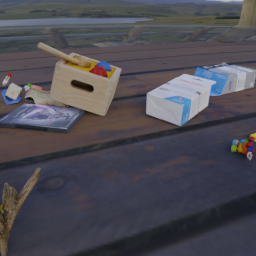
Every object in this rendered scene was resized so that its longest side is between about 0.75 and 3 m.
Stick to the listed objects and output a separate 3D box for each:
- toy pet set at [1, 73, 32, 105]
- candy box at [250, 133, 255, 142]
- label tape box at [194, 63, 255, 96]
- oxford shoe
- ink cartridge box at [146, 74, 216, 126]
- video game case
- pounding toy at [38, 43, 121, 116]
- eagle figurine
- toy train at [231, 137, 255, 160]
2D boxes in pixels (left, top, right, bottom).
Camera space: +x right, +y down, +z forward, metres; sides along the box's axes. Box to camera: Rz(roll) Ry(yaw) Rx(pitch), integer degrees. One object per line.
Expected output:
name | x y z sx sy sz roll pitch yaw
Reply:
toy pet set | -4.482 -1.420 11.339 1.398 0.743 1.306 28 19 -18
candy box | 4.187 0.445 7.759 0.713 0.184 1.395 -15 29 -25
label tape box | 4.135 -2.271 12.757 2.678 0.885 1.919 -12 28 -28
oxford shoe | -3.079 -1.011 10.594 1.879 0.665 0.694 21 65 26
ink cartridge box | 1.935 -1.077 9.915 1.430 0.823 2.469 23 37 34
video game case | -2.862 -0.370 9.466 2.449 0.232 1.750 4 25 11
pounding toy | -1.692 -1.912 10.038 2.602 1.850 2.395 18 25 -3
eagle figurine | -2.877 1.236 4.679 2.320 1.751 1.760 18 39 13
toy train | 2.959 0.563 7.309 0.560 0.410 0.968 3 23 31
